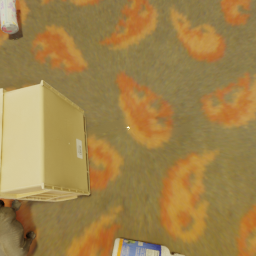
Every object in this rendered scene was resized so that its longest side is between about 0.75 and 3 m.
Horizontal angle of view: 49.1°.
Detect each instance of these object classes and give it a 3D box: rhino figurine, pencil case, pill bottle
[{"bbox_3d":[-2.835,2.036,6.276,0.712,1.041,2.381,-15,114,2],"label":"rhino figurine"},{"bbox_3d":[-3.812,-3.657,8.917,0.529,0.577,1.273,-6,75,-22],"label":"pencil case"},{"bbox_3d":[0.461,3.208,6.577,1.683,0.943,0.943,8,71,3],"label":"pill bottle"}]

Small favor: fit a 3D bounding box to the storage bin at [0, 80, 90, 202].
[{"bbox_3d":[-1.896,0.467,6.839,1.123,2.380,2.397,-12,70,15],"label":"storage bin"}]
